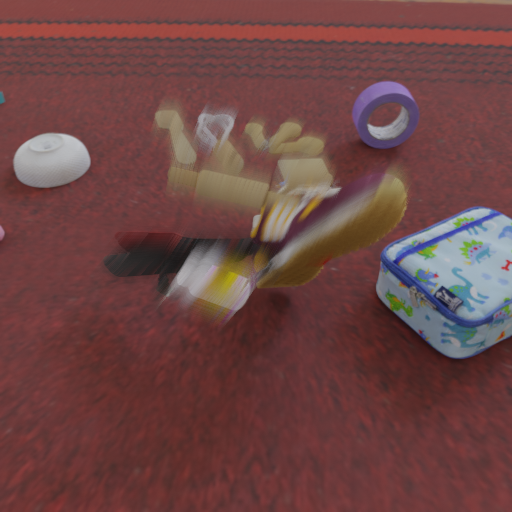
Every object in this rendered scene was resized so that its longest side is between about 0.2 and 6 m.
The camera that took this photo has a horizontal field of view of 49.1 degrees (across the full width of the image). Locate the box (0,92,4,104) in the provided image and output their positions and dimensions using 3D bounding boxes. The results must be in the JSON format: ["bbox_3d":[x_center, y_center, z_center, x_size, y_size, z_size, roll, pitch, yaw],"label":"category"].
[{"bbox_3d":[-6.857,-3.743,13.815,0.478,0.286,1.162,23,47,23],"label":"box"}]

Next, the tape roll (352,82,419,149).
[{"bbox_3d":[2.831,-3.078,12.302,1.347,1.347,0.572,-2,42,-2],"label":"tape roll"}]

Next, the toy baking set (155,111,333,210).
[{"bbox_3d":[-0.252,-1.275,7.162,2.519,0.293,1.933,11,38,5],"label":"toy baking set"}]

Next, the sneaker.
[{"bbox_3d":[0.762,-0.626,8.060,1.215,3.241,1.460,-1,69,-32],"label":"sneaker"}]

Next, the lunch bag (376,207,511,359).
[{"bbox_3d":[3.363,0.306,8.854,2.635,1.086,2.118,-20,43,-22],"label":"lunch bag"}]

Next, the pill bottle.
[{"bbox_3d":[-0.538,0.355,7.029,0.854,0.445,0.445,23,35,-27],"label":"pill bottle"}]

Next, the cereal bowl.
[{"bbox_3d":[-4.341,-2.125,11.804,1.534,0.639,1.534,0,42,0],"label":"cereal bowl"}]

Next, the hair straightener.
[{"bbox_3d":[-1.009,0.219,8.197,2.826,0.578,1.087,5,54,19],"label":"hair straightener"}]

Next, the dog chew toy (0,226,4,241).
[{"bbox_3d":[-4.959,-0.343,9.985,0.831,0.517,0.517,-31,51,-20],"label":"dog chew toy"}]
